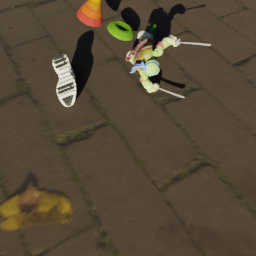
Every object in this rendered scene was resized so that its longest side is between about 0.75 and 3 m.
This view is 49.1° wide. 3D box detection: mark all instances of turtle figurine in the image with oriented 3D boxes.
[{"bbox_3d":[0.887,-1.906,8.180,2.154,1.550,2.088,-11,37,-10],"label":"turtle figurine"}]

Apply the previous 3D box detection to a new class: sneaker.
[{"bbox_3d":[-1.769,-1.353,8.256,0.606,0.654,1.613,-13,72,7],"label":"sneaker"}]

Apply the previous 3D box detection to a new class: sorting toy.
[{"bbox_3d":[-0.263,-3.593,9.180,2.730,0.940,0.946,21,45,-10],"label":"sorting toy"}]
